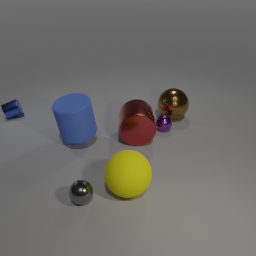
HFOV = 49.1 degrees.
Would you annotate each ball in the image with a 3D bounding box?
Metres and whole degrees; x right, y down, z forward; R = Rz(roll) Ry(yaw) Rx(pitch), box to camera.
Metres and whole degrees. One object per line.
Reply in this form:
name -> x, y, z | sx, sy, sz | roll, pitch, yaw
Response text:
ball -> 0.002, 1.355, 8.316 | 1.400, 1.400, 1.400 | 0, 30, 0
ball -> 1.510, -0.216, 11.755 | 0.700, 0.700, 0.700 | 0, 30, 0
ball -> 2.025, -1.079, 12.552 | 1.400, 1.400, 1.400 | 0, 30, 0
ball -> -1.357, 1.850, 8.101 | 0.700, 0.700, 0.700 | 0, 30, 0

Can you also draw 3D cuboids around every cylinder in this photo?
cylinder -> -1.961, -0.372, 10.433 | 1.400, 1.400, 1.400 | -6, 36, 4
cylinder -> 0.357, -0.235, 11.060 | 1.400, 1.400, 1.400 | -1, 29, -1
cylinder -> -5.260, -0.867, 12.739 | 0.700, 0.700, 0.700 | -23, 34, -7
